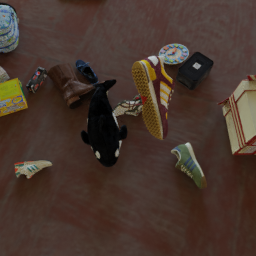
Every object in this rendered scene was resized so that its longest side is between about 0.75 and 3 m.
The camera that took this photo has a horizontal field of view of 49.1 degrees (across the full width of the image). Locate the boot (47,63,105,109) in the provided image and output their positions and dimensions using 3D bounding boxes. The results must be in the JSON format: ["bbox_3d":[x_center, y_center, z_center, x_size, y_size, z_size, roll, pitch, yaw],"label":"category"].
[{"bbox_3d":[-1.877,-1.892,10.612,1.888,0.651,2.025,-28,63,-15],"label":"boot"}]

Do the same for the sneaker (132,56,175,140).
[{"bbox_3d":[1.009,-0.915,8.567,1.146,0.953,2.543,-22,109,-23],"label":"sneaker"}]

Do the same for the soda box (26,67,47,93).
[{"bbox_3d":[-3.475,-1.843,10.689,0.315,0.352,0.995,20,66,12],"label":"soda box"}]

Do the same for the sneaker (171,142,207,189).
[{"bbox_3d":[1.906,1.265,9.086,0.726,0.542,1.617,-13,59,-6],"label":"sneaker"}]

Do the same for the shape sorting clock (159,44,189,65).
[{"bbox_3d":[1.826,-2.978,11.199,1.185,0.232,1.185,-7,51,9],"label":"shape sorting clock"}]

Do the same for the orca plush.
[{"bbox_3d":[-0.665,-0.278,9.189,1.566,1.058,2.977,11,74,-8],"label":"orca plush"}]

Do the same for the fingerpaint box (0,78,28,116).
[{"bbox_3d":[-4.498,-1.081,10.238,1.339,0.491,1.117,-20,65,-9],"label":"fingerpaint box"}]

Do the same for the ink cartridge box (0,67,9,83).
[{"bbox_3d":[-5.865,-2.312,10.857,1.373,0.483,2.300,-42,74,-17],"label":"ink cartridge box"}]

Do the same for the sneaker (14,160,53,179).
[{"bbox_3d":[-3.078,1.349,9.162,1.223,0.431,0.572,-3,84,-6],"label":"sneaker"}]

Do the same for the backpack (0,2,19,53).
[{"bbox_3d":[-5.243,-4.027,11.221,1.758,1.656,2.155,-9,78,-19],"label":"backpack"}]

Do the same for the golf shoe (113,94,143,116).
[{"bbox_3d":[0.077,-0.702,10.048,1.427,0.551,0.629,-26,75,-11],"label":"golf shoe"}]

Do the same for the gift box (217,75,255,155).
[{"bbox_3d":[4.257,-0.459,9.036,2.316,2.137,2.162,2,66,-6],"label":"gift box"}]

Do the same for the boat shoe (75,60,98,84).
[{"bbox_3d":[-1.564,-2.268,10.842,0.550,0.449,1.308,-41,71,-18],"label":"boat shoe"}]

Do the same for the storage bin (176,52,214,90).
[{"bbox_3d":[2.552,-2.189,10.727,0.867,0.601,1.282,39,71,17],"label":"storage bin"}]
